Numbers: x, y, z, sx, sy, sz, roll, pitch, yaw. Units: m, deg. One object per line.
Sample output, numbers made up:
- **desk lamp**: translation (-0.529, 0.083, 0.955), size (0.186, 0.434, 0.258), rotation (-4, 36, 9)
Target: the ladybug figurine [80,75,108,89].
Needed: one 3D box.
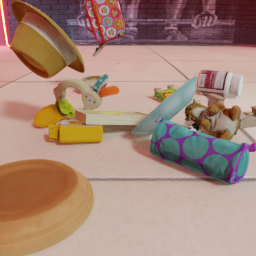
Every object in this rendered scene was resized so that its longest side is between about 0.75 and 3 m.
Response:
- **ladybug figurine**: translation (-1.889, -2.329, 15.082), size (1.400, 0.742, 2.062), rotation (13, 25, 30)

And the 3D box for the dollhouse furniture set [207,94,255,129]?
- **dollhouse furniture set**: translation (4.326, -0.712, 10.554), size (2.348, 1.040, 1.217), rotation (-6, 22, -16)

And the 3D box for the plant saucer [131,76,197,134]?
- **plant saucer**: translation (1.316, -0.563, 9.154), size (0.538, 2.792, 2.792), rotation (49, 34, 5)

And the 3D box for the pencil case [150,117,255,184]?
- **pencil case**: translation (1.802, 0.535, 7.271), size (2.557, 1.088, 1.182), rotation (20, 52, 40)

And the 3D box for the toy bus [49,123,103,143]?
- **toy bus**: translation (-1.651, 0.158, 8.819), size (1.647, 0.536, 0.645), rotation (0, 11, -12)

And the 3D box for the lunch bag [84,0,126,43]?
- **lunch bag**: translation (-1.098, -4.830, 12.346), size (1.713, 1.944, 0.797), rotation (-16, 28, 5)

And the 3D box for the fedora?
- **fedora**: translation (-2.604, -2.333, 8.270), size (1.169, 2.866, 2.866), rotation (-50, 41, -13)

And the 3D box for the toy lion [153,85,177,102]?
- **toy lion**: translation (2.142, -1.541, 13.509), size (1.672, 0.574, 1.603), rotation (-20, 36, -41)

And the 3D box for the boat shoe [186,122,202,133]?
- **boat shoe**: translation (1.962, 0.183, 8.994), size (0.560, 0.497, 1.522), rotation (11, 24, 27)

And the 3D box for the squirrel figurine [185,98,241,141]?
- **squirrel figurine**: translation (2.766, -0.308, 9.284), size (1.683, 1.276, 1.803), rotation (22, 12, 31)

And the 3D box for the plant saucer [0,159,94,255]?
- **plant saucer**: translation (-2.182, 1.397, 5.842), size (2.922, 0.547, 2.922), rotation (1, 21, 0)

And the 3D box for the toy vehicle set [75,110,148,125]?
- **toy vehicle set**: translation (-0.493, -0.376, 9.818), size (2.447, 0.324, 1.520), rotation (0, 9, -23)

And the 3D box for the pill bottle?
- **pill bottle**: translation (4.583, -2.269, 14.229), size (2.202, 1.257, 1.257), rotation (12, 24, 28)

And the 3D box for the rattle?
- **rattle**: translation (-1.855, -0.974, 9.995), size (2.633, 1.714, 1.881), rotation (-2, 8, 30)

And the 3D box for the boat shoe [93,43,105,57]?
- **boat shoe**: translation (-1.403, -3.680, 13.127), size (0.780, 0.253, 0.280), rotation (-42, 7, 13)
